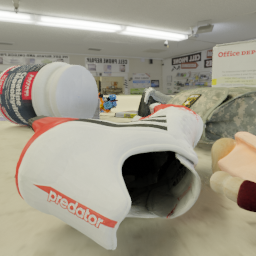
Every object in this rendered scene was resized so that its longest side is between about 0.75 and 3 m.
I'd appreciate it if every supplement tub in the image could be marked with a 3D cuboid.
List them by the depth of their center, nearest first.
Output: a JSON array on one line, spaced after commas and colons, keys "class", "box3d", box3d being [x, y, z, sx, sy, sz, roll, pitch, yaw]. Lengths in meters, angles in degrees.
[{"class": "supplement tub", "box3d": [-2.341, -0.917, 7.968, 2.583, 1.813, 1.813, 4, 9, 33]}]

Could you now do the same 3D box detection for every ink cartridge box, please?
[{"class": "ink cartridge box", "box3d": [3.456, -1.240, 8.199, 0.999, 2.395, 1.738, -8, 11, -44]}]

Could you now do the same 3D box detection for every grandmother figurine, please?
[{"class": "grandmother figurine", "box3d": [1.364, 0.496, 2.210, 1.390, 0.694, 2.293, -2, 7, -4]}]

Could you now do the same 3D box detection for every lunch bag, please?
[{"class": "lunch bag", "box3d": [1.713, -0.247, 5.704, 2.000, 1.176, 1.640, -10, 9, -25]}]

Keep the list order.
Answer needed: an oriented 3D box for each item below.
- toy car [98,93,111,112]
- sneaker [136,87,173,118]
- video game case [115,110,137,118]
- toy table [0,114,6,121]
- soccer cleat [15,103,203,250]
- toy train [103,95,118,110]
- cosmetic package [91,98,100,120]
[{"class": "toy car", "box3d": [-1.376, -1.066, 12.500, 0.685, 1.010, 2.058, -31, -4, 9]}, {"class": "sneaker", "box3d": [1.239, -0.667, 9.210, 1.643, 1.068, 2.846, 17, 21, 5]}, {"class": "video game case", "box3d": [0.467, -0.555, 11.229, 1.406, 0.198, 1.556, 4, 9, 30]}, {"class": "toy table", "box3d": [-4.492, -0.698, 10.184, 1.347, 0.789, 1.238, -5, 9, -23]}, {"class": "soccer cleat", "box3d": [0.296, 0.319, 2.847, 1.212, 0.977, 2.846, 27, 18, 32]}, {"class": "toy train", "box3d": [-0.712, -1.065, 11.549, 0.420, 0.553, 0.968, -14, 4, 19]}, {"class": "cosmetic package", "box3d": [-1.416, -0.623, 9.481, 0.520, 0.848, 2.055, 0, 8, -20]}]
